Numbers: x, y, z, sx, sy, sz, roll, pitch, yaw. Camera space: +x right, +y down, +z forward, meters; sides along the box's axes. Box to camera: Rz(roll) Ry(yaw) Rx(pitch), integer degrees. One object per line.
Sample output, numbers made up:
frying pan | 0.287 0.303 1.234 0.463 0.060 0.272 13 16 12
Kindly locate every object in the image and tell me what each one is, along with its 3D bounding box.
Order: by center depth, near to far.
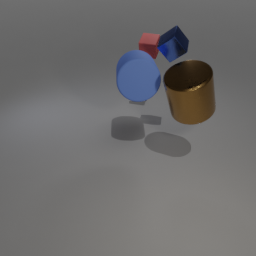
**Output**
cylinder | 1.856 -1.056 8.364 1.400 1.400 1.400 -11 45 12
cube | 1.462 -2.700 9.019 0.700 0.700 0.700 -24 36 39
cylinder | 0.310 -1.760 9.321 1.400 1.400 1.400 -1 26 -2
cube | 0.871 -3.315 11.315 0.700 0.700 0.700 12 55 15
